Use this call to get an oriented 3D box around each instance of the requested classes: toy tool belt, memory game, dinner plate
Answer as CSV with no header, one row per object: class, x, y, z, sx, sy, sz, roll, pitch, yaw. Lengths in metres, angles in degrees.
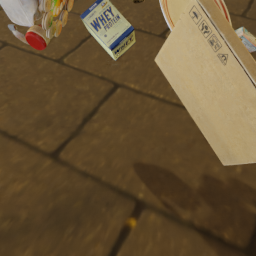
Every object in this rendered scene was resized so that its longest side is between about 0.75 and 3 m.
toy tool belt,-2.600,-3.733,7.638,1.756,2.812,1.728,15,63,21
memory game,-1.758,-3.579,7.462,0.156,2.447,2.447,18,49,-3
dinner plate,1.667,-2.773,6.863,2.619,0.317,2.619,10,72,-32

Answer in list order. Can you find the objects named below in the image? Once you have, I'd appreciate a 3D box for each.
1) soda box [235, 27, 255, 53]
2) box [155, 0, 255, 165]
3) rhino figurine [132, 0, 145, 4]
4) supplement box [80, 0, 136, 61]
soda box,3.457,-2.555,8.141,0.886,0.282,0.303,21,69,-34
box,1.593,-0.610,5.055,0.297,2.283,2.793,-32,86,-13
rhino figurine,0.322,-3.967,8.094,0.380,0.260,0.868,5,75,9
supplement box,-0.491,-2.631,7.529,0.810,1.205,1.206,-42,88,3
